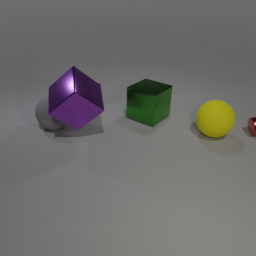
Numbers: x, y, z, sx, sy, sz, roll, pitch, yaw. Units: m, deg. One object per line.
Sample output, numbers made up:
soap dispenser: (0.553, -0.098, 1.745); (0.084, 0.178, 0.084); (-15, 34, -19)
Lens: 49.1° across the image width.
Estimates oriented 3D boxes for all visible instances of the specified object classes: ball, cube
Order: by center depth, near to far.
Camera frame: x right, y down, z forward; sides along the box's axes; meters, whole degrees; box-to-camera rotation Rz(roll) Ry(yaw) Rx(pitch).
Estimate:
cube: (-1.883, -1.048, 10.106); (1.400, 1.400, 1.400); (-34, 47, 25)
ball: (3.286, -0.349, 10.546); (1.400, 1.400, 1.400); (0, 31, 0)
ball: (-2.945, -0.626, 11.077); (1.400, 1.400, 1.400); (0, 31, 0)
cube: (0.889, -1.119, 11.857); (1.400, 1.400, 1.400); (21, 35, 31)

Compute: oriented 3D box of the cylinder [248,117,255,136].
cylinder: (5.075, -0.090, 10.758); (0.700, 0.700, 0.700); (-6, 30, 7)

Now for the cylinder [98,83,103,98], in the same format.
cylinder: (-1.576, -1.686, 13.272); (0.700, 0.700, 0.700); (-10, -13, -2)
